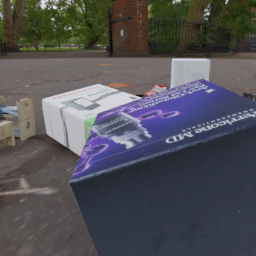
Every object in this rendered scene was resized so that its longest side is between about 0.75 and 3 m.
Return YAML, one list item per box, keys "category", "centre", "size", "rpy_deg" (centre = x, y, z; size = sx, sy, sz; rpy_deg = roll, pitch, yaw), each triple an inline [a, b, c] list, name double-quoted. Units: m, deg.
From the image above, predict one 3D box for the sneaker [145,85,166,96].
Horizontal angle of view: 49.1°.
- category: "sneaker"
  centre: [1.132, -1.627, 12.694]
  size: [1.326, 0.711, 0.443]
  rpy_deg: [10, 20, 29]

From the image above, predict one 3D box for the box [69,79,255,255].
- category: "box"
  centre: [0.607, 0.441, 3.846]
  size: [2.044, 1.441, 2.762]
  rpy_deg: [-18, 15, 4]

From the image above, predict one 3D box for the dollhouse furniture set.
- category: "dollhouse furniture set"
  centre: [-3.382, -0.169, 7.290]
  size: [1.113, 1.107, 1.579]
  rpy_deg: [6, 18, 19]

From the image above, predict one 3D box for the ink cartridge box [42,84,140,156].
- category: "ink cartridge box"
  centre: [-0.670, -0.176, 6.808]
  size: [1.813, 1.047, 2.492]
  rpy_deg: [-22, 32, -37]

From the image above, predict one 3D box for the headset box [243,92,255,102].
- category: "headset box"
  centre: [5.038, -0.647, 9.374]
  size: [1.560, 0.787, 2.099]
  rpy_deg: [-1, 17, -5]

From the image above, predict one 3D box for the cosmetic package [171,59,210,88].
- category: "cosmetic package"
  centre: [3.035, -2.533, 13.905]
  size: [1.719, 1.713, 1.057]
  rpy_deg: [1, 18, 0]

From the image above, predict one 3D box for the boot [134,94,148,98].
- category: "boot"
  centre: [0.885, -0.723, 9.514]
  size: [2.351, 0.887, 0.865]
  rpy_deg: [-11, 18, -35]
